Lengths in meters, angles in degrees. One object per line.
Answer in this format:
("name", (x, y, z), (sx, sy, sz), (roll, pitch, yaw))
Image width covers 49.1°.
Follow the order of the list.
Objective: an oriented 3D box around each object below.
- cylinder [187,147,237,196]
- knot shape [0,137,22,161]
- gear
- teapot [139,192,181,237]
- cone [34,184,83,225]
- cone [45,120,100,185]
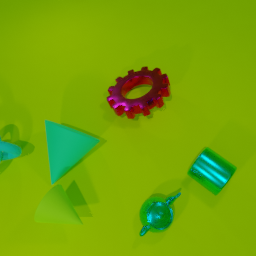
("cylinder", (2.251, 1.157, 7.549), (0.954, 0.954, 0.954), (37, 68, 18))
("knot shape", (-3.888, 0.522, 7.582), (1.641, 1.535, 0.758), (-25, 29, 6))
("gear", (0.319, -1.143, 8.711), (1.970, 0.364, 1.970), (-13, 45, 13))
("teapot", (0.794, 2.157, 7.059), (0.909, 0.716, 1.462), (45, 75, 3))
("cone", (-1.523, 2.086, 6.833), (1.039, 1.035, 1.035), (27, 65, 14))
("cone", (-1.823, 0.816, 7.804), (1.615, 1.615, 1.621), (21, 88, 11))
